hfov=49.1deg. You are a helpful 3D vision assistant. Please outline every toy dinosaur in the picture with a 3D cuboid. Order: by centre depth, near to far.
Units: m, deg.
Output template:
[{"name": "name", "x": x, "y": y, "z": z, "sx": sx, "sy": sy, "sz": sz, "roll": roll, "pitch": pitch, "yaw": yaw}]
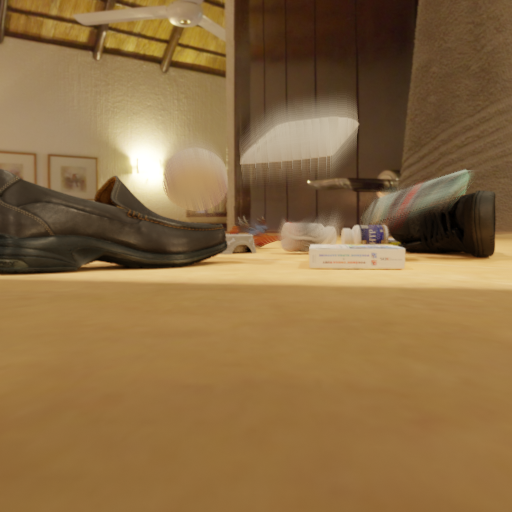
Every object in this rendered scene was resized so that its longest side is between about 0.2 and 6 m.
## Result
[{"name": "toy dinosaur", "x": -0.036, "y": -0.481, "z": 12.992, "sx": 1.542, "sy": 0.810, "sz": 1.400, "roll": 9, "pitch": 19, "yaw": 13}]

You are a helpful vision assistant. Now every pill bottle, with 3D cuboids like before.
[{"name": "pill bottle", "x": 1.012, "y": -0.347, "z": 10.798, "sx": 0.974, "sy": 0.564, "sz": 0.564, "roll": 2, "pitch": 3, "yaw": -14}, {"name": "pill bottle", "x": 2.402, "y": -0.398, "z": 12.442, "sx": 0.957, "sy": 0.573, "sz": 0.573, "roll": -2, "pitch": 3, "yaw": -1}]

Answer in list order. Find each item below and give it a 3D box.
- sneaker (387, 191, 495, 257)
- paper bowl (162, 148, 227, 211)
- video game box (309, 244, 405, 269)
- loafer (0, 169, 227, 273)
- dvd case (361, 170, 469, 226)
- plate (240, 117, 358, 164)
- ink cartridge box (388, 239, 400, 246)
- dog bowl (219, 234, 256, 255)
[{"name": "sneaker", "x": 3.406, "y": -0.518, "z": 10.667, "sx": 1.929, "sy": 1.111, "sz": 3.698, "roll": 1, "pitch": -1, "yaw": 18}, {"name": "paper bowl", "x": -1.288, "y": -1.677, "z": 11.889, "sx": 1.349, "sy": 1.349, "sz": 0.701, "roll": 0, "pitch": 46, "yaw": -3}, {"name": "video game box", "x": 1.328, "y": -0.002, "z": 7.652, "sx": 1.203, "sy": 0.309, "sz": 1.320, "roll": -2, "pitch": 3, "yaw": 7}, {"name": "loafer", "x": -1.796, "y": -0.446, "z": 7.323, "sx": 3.365, "sy": 1.216, "sz": 1.225, "roll": -2, "pitch": 2, "yaw": -41}, {"name": "dvd case", "x": 2.506, "y": -0.919, "z": 8.800, "sx": 1.558, "sy": 0.171, "sz": 1.137, "roll": -19, "pitch": 12, "yaw": 30}, {"name": "plate", "x": 0.629, "y": -1.728, "z": 8.160, "sx": 1.423, "sy": 0.230, "sz": 1.420, "roll": 0, "pitch": 30, "yaw": 28}, {"name": "ink cartridge box", "x": 3.480, "y": -0.286, "z": 13.220, "sx": 1.215, "sy": 0.286, "sz": 1.201, "roll": 2, "pitch": 2, "yaw": 11}, {"name": "dog bowl", "x": -0.641, "y": -0.240, "z": 11.281, "sx": 1.314, "sy": 0.385, "sz": 1.314, "roll": -1, "pitch": 2, "yaw": 0}]
